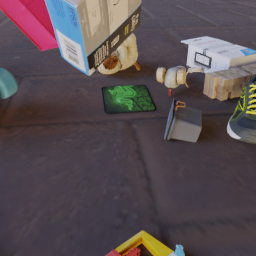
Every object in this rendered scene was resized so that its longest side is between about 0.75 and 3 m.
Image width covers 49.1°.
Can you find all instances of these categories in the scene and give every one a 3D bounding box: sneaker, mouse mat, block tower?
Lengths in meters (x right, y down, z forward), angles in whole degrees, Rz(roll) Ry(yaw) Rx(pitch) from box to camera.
[{"bbox_3d":[3.284,-0.605,7.387,1.031,1.172,2.770,11,34,19],"label":"sneaker"},{"bbox_3d":[-0.033,-0.971,9.021,1.562,0.073,1.941,-4,32,-7],"label":"mouse mat"},{"bbox_3d":[3.893,-1.595,9.364,2.759,0.798,0.745,-15,35,-19],"label":"block tower"}]

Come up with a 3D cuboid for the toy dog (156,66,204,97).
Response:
[{"bbox_3d":[1.634,-1.607,9.522,1.245,0.909,1.888,19,23,39],"label":"toy dog"}]

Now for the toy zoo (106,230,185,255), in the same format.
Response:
[{"bbox_3d":[0.111,2.182,3.887,1.824,0.187,1.197,-23,39,-32],"label":"toy zoo"}]

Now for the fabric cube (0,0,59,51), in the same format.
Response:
[{"bbox_3d":[-1.618,-2.964,5.823,1.906,1.912,1.876,-50,31,-11],"label":"fabric cube"}]

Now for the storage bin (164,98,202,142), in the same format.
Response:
[{"bbox_3d":[1.450,-0.200,7.168,0.797,0.864,1.187,15,34,4],"label":"storage bin"}]

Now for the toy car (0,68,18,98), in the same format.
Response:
[{"bbox_3d":[-5.103,-1.268,7.626,2.749,2.432,2.534,8,42,34],"label":"toy car"}]

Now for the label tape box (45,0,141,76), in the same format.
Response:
[{"bbox_3d":[-0.217,-1.967,4.155,0.666,1.444,2.015,38,72,14],"label":"label tape box"}]

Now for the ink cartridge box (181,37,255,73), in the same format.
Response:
[{"bbox_3d":[3.488,-2.822,11.126,1.580,0.924,2.725,-17,36,-25],"label":"ink cartridge box"}]

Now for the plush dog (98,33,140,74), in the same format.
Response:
[{"bbox_3d":[-0.466,-2.618,10.759,1.632,1.525,1.900,-32,17,-19],"label":"plush dog"}]
